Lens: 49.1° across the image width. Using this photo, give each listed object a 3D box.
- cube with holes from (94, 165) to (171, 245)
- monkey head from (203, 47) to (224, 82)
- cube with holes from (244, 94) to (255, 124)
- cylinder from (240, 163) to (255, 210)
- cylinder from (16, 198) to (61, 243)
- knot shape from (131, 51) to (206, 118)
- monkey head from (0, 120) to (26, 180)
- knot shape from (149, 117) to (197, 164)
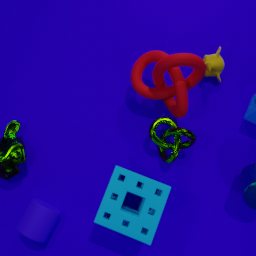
[{"bbox_3d":[0.123,1.873,7.124,1.387,1.387,1.387,21,82,4],"label":"cube with holes"},{"bbox_3d":[2.537,-1.838,8.252,0.630,0.753,1.046,-4,105,6],"label":"monkey head"},{"bbox_3d":[3.952,-0.542,7.925,0.798,0.798,0.798,26,77,4],"label":"cube with holes"},{"bbox_3d":[3.423,1.513,7.261,0.912,0.912,0.912,7,116,14],"label":"cylinder"},{"bbox_3d":[-2.297,2.369,7.223,0.822,0.822,0.822,27,77,5],"label":"cylinder"},{"bbox_3d":[1.171,-1.320,7.445,2.025,1.895,0.936,47,48,-5],"label":"knot shape"},{"bbox_3d":[-3.380,0.681,7.396,1.083,1.293,1.797,36,102,43],"label":"monkey head"},{"bbox_3d":[1.151,0.399,7.684,1.280,0.591,1.197,22,114,19],"label":"knot shape"}]
